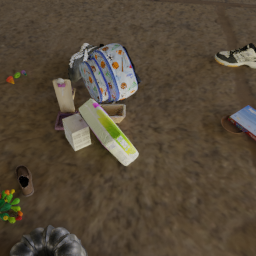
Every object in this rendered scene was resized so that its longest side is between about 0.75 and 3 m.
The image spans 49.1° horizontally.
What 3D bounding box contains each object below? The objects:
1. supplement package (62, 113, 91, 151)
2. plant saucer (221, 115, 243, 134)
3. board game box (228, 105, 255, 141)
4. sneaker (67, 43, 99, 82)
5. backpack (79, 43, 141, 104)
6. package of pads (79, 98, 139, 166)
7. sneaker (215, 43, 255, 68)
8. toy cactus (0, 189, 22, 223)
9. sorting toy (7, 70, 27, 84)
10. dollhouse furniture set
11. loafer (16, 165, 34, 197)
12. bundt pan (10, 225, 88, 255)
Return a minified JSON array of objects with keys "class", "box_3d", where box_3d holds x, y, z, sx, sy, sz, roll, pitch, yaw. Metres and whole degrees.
[{"class":"supplement package","box_3d":[-1.827,0.140,10.016,0.664,0.903,0.863,-24,49,-22]},{"class":"plant saucer","box_3d":[4.022,-0.102,10.747,0.968,0.177,0.968,4,47,-5]},{"class":"board game box","box_3d":[5.038,0.103,10.395,1.220,0.231,2.371,-27,55,-26]},{"class":"sneaker","box_3d":[-1.885,-3.165,13.354,1.340,0.984,2.961,7,43,11]},{"class":"backpack","box_3d":[-0.692,-2.044,10.602,1.922,2.495,2.376,-33,12,-21]},{"class":"package of pads","box_3d":[-0.644,0.167,9.492,0.725,1.641,2.125,-39,50,-1]},{"class":"sneaker","box_3d":[5.676,-3.681,13.777,2.629,1.152,0.994,6,46,8]},{"class":"toy cactus","box_3d":[-3.627,2.341,8.078,1.001,0.620,1.213,-30,59,-15]},{"class":"sorting toy","box_3d":[-5.144,-2.340,13.065,0.338,0.340,0.982,45,59,9]},{"class":"dollhouse furniture set","box_3d":[-1.477,-1.379,10.809,2.750,1.952,2.179,0,44,0]},{"class":"loafer","box_3d":[-3.274,1.578,8.874,0.447,0.435,1.225,-22,48,-21]},{"class":"bundt pan","box_3d":[-2.032,3.316,6.851,2.096,0.787,2.096,0,43,0]}]
